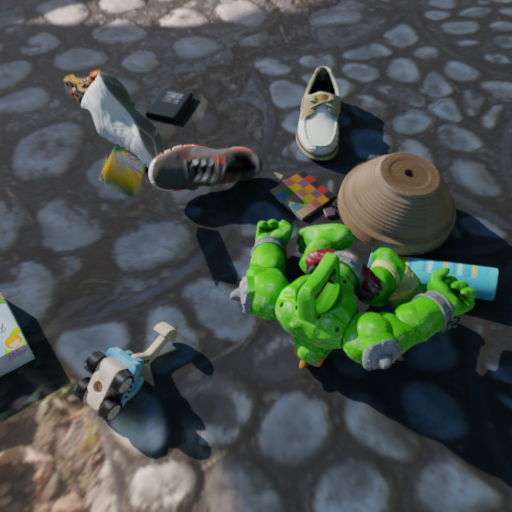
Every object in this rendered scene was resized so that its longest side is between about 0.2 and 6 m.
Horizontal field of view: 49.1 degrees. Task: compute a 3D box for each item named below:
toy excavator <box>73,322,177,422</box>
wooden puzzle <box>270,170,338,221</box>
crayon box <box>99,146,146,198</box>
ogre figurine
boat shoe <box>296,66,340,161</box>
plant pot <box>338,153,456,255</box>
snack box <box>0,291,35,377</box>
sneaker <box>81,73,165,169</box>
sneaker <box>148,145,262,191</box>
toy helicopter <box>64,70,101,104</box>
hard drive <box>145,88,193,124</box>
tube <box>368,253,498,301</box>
[{"bbox_3d":[-1.991,1.756,8.930,0.735,1.471,1.430,29,99,21],"label":"toy excavator"},{"bbox_3d":[0.989,-1.280,11.801,0.987,0.117,1.665,-34,62,-25],"label":"wooden puzzle"},{"bbox_3d":[-2.501,-1.600,10.567,0.684,0.280,1.087,29,28,-19],"label":"crayon box"},{"bbox_3d":[1.261,0.554,9.186,3.876,1.902,2.324,36,46,13],"label":"ogre figurine"},{"bbox_3d":[1.457,-3.374,13.065,1.021,0.934,2.732,1,50,1],"label":"boat shoe"},{"bbox_3d":[2.784,-1.211,10.679,2.282,1.053,2.282,3,53,-4],"label":"plant pot"},{"bbox_3d":[-4.661,1.364,9.343,1.329,0.533,1.576,-29,57,-23],"label":"snack box"},{"bbox_3d":[-2.909,-2.813,12.402,2.399,0.961,0.844,54,26,-1],"label":"sneaker"},{"bbox_3d":[-0.977,-1.843,11.453,2.400,0.925,0.983,-13,15,-18],"label":"sneaker"},{"bbox_3d":[-4.475,-4.327,14.264,1.367,0.539,0.904,25,63,33],"label":"toy helicopter"},{"bbox_3d":[-2.144,-3.730,13.858,0.784,0.185,1.124,14,51,12],"label":"hard drive"},{"bbox_3d":[3.153,0.353,10.191,2.254,0.568,0.873,8,30,18],"label":"tube"}]
